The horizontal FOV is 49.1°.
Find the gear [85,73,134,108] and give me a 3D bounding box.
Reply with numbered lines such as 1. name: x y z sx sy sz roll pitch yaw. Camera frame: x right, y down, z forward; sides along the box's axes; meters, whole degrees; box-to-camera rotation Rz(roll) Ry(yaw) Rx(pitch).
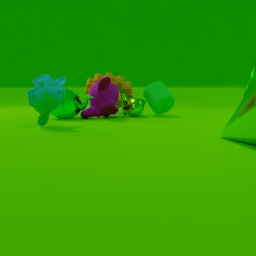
1. gear: -0.682 -1.327 10.222 1.722 0.319 1.722 4 -29 2

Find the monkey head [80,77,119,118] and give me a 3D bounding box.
1. monkey head: -0.960 -0.923 9.064 1.376 1.153 1.913 -14 -7 -17

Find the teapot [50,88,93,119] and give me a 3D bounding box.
1. teapot: -1.954 -0.833 8.907 1.762 0.863 1.095 6 32 7

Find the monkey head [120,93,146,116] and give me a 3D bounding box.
1. monkey head: 0.153 -0.836 9.554 0.749 0.894 1.243 -14 9 26

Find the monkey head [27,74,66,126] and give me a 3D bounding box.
1. monkey head: -1.938 -0.780 7.103 1.065 1.480 0.892 14 -17 22

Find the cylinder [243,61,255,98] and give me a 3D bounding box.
1. cylinder: 3.172 -0.610 5.812 1.362 1.362 1.362 16 15 23

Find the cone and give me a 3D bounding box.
1. cone: 2.271 -0.082 5.135 1.587 1.587 1.593 -6 -16 -32

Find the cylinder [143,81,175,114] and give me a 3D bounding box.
1. cylinder: 1.067 -1.042 9.689 0.835 0.835 0.835 -5 49 -29
